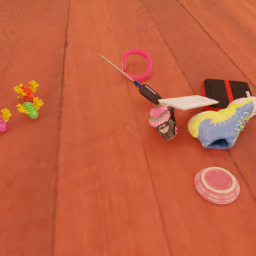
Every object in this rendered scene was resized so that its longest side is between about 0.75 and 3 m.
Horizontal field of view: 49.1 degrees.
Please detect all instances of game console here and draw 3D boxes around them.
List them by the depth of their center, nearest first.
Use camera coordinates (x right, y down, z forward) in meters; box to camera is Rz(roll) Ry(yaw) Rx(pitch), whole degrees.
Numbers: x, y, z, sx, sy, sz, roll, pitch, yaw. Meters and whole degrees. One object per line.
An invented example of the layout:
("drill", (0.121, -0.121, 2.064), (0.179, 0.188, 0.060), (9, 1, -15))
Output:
("game console", (3.368, -1.065, 9.503), (1.663, 0.292, 1.881), (7, 42, 4))

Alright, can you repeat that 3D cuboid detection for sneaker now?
("sneaker", (2.909, -0.027, 7.843), (2.301, 0.871, 1.208), (-19, 58, -2))
("sneaker", (1.129, -0.213, 8.236), (0.747, 0.902, 1.892), (-32, 12, 23))

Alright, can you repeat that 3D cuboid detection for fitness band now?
("fitness band", (0.339, -2.424, 10.752), (1.135, 0.296, 1.580), (2, 55, -1))

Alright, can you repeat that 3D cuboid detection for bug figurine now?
("bug figurine", (-3.746, -0.653, 8.767), (2.300, 0.592, 1.784), (-26, 50, -28))

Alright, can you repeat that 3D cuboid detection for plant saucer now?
("plant saucer", (2.152, 1.319, 6.743), (1.060, 0.269, 1.060), (0, 40, 0))

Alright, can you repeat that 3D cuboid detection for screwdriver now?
("screwdriver", (0.072, -1.704, 9.302), (0.393, 0.377, 2.703), (-43, 75, -10))

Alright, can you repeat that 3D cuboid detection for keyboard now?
("keyboard", (1.795, -0.739, 7.884), (0.745, 0.141, 2.646), (17, 18, 32))
